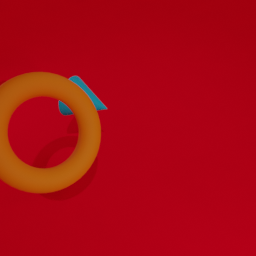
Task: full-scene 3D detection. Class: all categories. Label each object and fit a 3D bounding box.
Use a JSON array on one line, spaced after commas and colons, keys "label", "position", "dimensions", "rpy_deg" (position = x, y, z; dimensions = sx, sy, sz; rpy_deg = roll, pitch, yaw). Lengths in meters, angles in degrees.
[{"label": "ring", "position": [-1.365, 0.069, 4.665], "dimensions": [2.006, 2.006, 0.401], "rpy_deg": [-37, 17, -29]}, {"label": "cone", "position": [-0.979, -0.641, 6.953], "dimensions": [1.049, 1.045, 1.045], "rpy_deg": [20, 50, 16]}]
